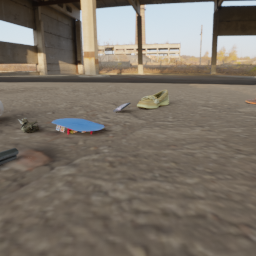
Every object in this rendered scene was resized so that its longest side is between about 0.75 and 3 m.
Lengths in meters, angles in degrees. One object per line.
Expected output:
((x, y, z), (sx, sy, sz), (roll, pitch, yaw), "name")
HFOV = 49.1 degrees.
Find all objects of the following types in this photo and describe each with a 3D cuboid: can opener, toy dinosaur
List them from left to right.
((-3.060, 0.805, 6.521), (0.413, 0.327, 1.244), (40, 26, 10), "can opener")
((-3.396, 0.000, 9.620), (0.642, 0.483, 1.255), (-16, 23, -15), "toy dinosaur")

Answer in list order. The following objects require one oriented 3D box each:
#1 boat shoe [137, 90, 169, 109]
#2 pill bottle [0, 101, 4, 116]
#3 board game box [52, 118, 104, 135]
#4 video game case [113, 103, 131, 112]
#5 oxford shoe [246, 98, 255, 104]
((1.366, -1.520, 14.817), (0.945, 0.815, 2.590), (12, 18, 39), "boat shoe")
((-5.650, -0.625, 10.583), (1.092, 1.092, 1.920), (2, 13, 7), "pill bottle")
((-1.691, 0.024, 9.579), (1.763, 0.343, 1.393), (16, 16, 34), "board game box")
((-0.297, -0.977, 13.177), (0.595, 0.079, 0.832), (-37, 15, -26), "video game case")
((7.389, -1.613, 15.912), (1.326, 0.483, 0.473), (4, 14, 15), "oxford shoe")
